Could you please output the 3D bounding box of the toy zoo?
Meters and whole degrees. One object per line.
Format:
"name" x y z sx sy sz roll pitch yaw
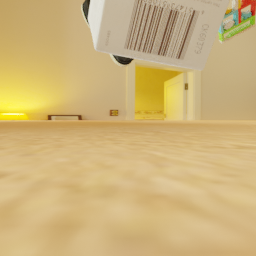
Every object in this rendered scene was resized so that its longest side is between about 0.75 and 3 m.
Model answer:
"toy zoo" 2.762 -3.007 7.121 1.041 0.162 1.587 -28 -37 3

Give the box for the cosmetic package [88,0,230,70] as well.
"cosmetic package" 0.447 -2.618 5.337 2.063 2.065 2.503 6 31 -16

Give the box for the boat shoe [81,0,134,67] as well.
"boat shoe" -0.610 -3.423 9.519 1.013 2.769 0.868 -28 -11 -31
